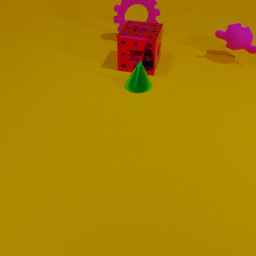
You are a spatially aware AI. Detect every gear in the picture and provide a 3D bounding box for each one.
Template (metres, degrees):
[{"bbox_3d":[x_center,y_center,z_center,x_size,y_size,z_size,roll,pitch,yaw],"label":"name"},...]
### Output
[{"bbox_3d":[0.327,-4.253,10.636,1.755,1.755,0.325,-3,37,-4],"label":"gear"}]

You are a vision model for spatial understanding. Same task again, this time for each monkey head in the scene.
[{"bbox_3d":[3.729,-3.006,9.695,1.544,1.110,0.930,27,56,5],"label":"monkey head"}]

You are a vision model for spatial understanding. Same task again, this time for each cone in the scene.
[{"bbox_3d":[0.349,-1.686,8.616,0.875,0.878,0.875,1,44,-1],"label":"cone"}]

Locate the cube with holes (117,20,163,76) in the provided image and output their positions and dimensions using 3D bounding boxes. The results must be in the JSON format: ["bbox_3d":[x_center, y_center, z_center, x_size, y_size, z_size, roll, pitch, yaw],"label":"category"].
[{"bbox_3d":[0.414,-2.718,9.437,1.254,1.254,1.254,10,45,11],"label":"cube with holes"}]
